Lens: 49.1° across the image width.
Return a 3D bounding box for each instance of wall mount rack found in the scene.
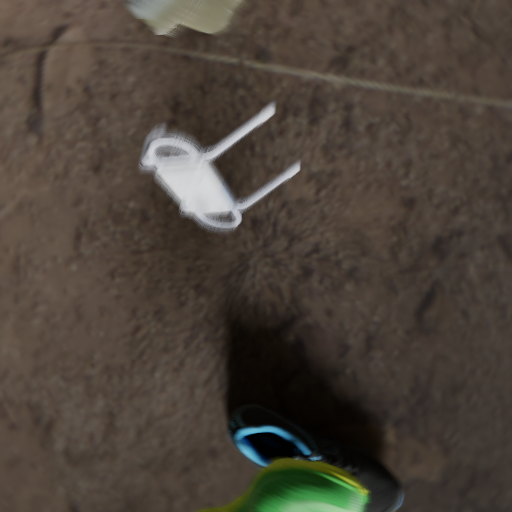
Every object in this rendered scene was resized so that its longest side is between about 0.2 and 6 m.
[{"bbox_3d":[-0.423,-1.075,6.802,1.617,1.861,0.694,-2,62,21],"label":"wall mount rack"}]

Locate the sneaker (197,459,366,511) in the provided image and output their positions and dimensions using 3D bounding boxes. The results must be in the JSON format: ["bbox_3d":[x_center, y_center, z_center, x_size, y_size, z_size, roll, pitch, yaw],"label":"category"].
[{"bbox_3d":[-0.016,3.216,6.026,3.028,1.265,1.121,-39,118,23],"label":"sneaker"}]

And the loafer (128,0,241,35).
[{"bbox_3d":[-0.550,-3.065,6.329,1.029,2.737,0.953,-26,118,30],"label":"loafer"}]

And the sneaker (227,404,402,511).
[{"bbox_3d":[0.831,3.133,8.184,2.812,1.152,1.029,23,83,2],"label":"sneaker"}]
